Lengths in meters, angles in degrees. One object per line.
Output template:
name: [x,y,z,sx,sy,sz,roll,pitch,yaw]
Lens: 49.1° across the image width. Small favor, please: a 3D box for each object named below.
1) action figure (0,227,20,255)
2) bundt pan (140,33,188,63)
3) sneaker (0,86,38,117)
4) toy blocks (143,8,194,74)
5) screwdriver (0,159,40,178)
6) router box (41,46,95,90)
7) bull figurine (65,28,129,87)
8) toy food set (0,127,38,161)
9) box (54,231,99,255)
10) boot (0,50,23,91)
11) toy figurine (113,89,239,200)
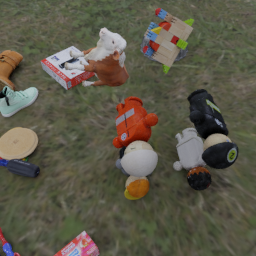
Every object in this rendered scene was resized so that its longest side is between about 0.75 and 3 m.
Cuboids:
action figure: [-2.480,2.932,5.882,0.595,0.470,1.818,-35,60,-29]
bundt pan: [1.469,-3.477,11.206,1.972,0.740,1.972,0,50,0]
sneaker: [-3.543,-1.075,9.043,0.533,0.855,1.449,26,53,23]
toy blocks: [0.978,-2.487,7.737,1.099,1.607,0.803,21,21,-24]
screwdriver: [-3.742,0.903,7.631,2.834,0.395,0.412,9,49,8]
router box: [-2.144,-2.269,10.373,1.459,0.397,1.626,-35,58,-27]
bull figurine: [-0.540,-1.309,5.749,1.209,1.991,0.648,1,78,8]
toy food set: [-3.201,0.475,8.075,1.200,0.292,1.188,18,51,15]
box: [-1.151,2.767,5.966,0.996,0.475,0.496,-34,57,-26]
boot: [-4.361,-2.100,10.003,2.172,0.800,1.680,29,51,19]
toy figurine: [0.960,0.554,6.535,2.599,2.559,1.808,-6,56,-6]
